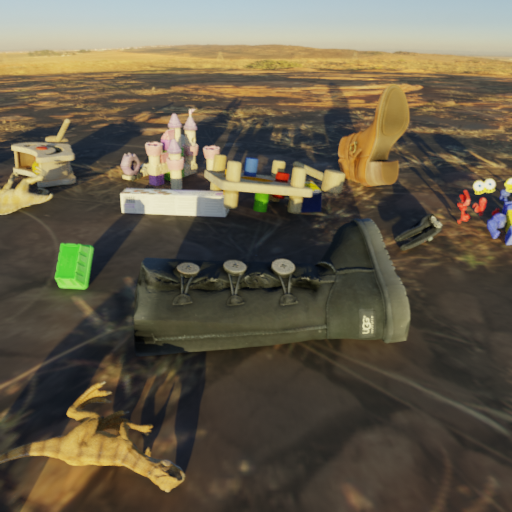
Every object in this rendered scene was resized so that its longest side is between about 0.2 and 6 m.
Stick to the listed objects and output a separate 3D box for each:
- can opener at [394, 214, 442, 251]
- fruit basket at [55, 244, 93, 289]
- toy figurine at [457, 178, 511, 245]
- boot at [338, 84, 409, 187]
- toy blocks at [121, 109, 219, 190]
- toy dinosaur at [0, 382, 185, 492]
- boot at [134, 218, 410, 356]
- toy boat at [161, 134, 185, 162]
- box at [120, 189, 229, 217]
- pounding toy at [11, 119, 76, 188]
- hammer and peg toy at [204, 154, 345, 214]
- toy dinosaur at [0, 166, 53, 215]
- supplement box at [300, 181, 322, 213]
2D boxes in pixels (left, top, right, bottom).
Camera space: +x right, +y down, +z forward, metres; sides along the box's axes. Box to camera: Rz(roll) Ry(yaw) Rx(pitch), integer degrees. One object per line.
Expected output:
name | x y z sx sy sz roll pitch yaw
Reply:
can opener | 3.246 -0.428 11.165 0.473 0.587 1.494 50 45 10
fruit basket | -3.056 0.189 9.435 0.593 0.822 0.822 3 23 6
toy figurine | 5.448 -0.591 11.213 2.499 1.318 1.497 -2 52 2
boot | 2.978 -3.099 14.606 0.975 2.543 1.974 -8 14 -24
toy blocks | -2.363 -2.988 15.278 2.124 1.788 1.985 15 28 31
toy dinosaur | -1.750 1.837 5.501 2.133 0.644 1.133 1 24 4
boot | 0.116 0.351 8.487 3.642 1.195 3.002 -5 21 0
toy boat | -2.355 -3.306 17.491 0.888 0.886 1.358 20 8 -38
box | -1.859 -1.223 12.811 2.453 0.508 0.475 2 23 6
pounding toy | -5.909 -2.961 15.472 1.571 1.576 2.748 -5 23 -22
hammer and peg toy | 0.390 -1.613 12.751 2.889 1.019 2.125 3 15 -18
toy dinosaur | -5.477 -1.389 13.172 2.888 0.840 1.460 1 38 22
supplement box | 1.189 -1.404 13.205 0.502 0.505 0.923 -3 23 -9
